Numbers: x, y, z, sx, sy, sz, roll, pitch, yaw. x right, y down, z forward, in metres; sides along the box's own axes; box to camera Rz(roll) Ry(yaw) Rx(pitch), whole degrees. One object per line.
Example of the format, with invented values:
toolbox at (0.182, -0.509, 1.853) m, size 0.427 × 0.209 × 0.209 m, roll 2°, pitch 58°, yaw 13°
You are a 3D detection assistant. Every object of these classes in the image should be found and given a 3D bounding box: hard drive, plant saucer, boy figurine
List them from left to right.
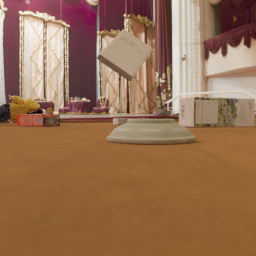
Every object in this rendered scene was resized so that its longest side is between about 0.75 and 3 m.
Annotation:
boy figurine at (-5.101, -0.891, 12.670) m, size 0.727 × 1.402 × 2.255 m, roll 32°, pitch 41°, yaw 32°
hard drive at (-0.042, -2.557, 9.641) m, size 1.322 × 2.004 × 0.267 m, roll 34°, pitch -42°, yaw -3°
plant saucer at (0.343, 0.028, 4.164) m, size 1.313 × 0.329 × 1.313 m, roll 0°, pitch 2°, yaw 0°

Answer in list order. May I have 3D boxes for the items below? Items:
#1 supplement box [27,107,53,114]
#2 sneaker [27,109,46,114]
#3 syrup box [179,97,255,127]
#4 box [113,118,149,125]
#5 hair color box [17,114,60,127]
supplement box at (-5.103, -0.716, 16.251) m, size 1.452 × 0.950 × 0.749 m, roll 0°, pitch 1°, yaw -8°
sneaker at (-4.567, -0.433, 13.257) m, size 1.086 × 0.710 × 1.942 m, roll -5°, pitch -4°, yaw -31°
syrup box at (3.419, -0.599, 10.749) m, size 2.762 × 1.087 × 1.125 m, roll -1°, pitch 2°, yaw -20°
box at (0.141, -0.337, 14.212) m, size 1.604 × 0.330 × 1.250 m, roll 0°, pitch 1°, yaw -14°
hair color box at (-3.568, -0.310, 11.146) m, size 1.570 × 0.502 × 0.871 m, roll 3°, pitch 3°, yaw 32°
